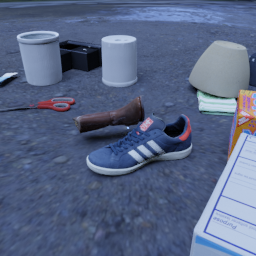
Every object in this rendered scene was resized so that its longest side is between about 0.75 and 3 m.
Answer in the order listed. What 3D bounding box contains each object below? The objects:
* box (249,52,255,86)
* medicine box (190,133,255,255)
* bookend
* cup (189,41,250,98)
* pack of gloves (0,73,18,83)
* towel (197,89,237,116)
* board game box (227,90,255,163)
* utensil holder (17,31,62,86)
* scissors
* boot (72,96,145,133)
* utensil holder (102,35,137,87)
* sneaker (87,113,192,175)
[{"bbox_3d":[6.438,-2.507,11.800,2.126,1.318,2.090,24,38,35],"label":"box"},{"bbox_3d":[2.702,1.664,4.361,2.709,1.531,2.974,17,35,27],"label":"medicine box"},{"bbox_3d":[-2.748,-3.389,13.593,2.310,1.071,2.325,17,34,27],"label":"bookend"},{"bbox_3d":[3.754,-2.437,11.004,2.351,1.682,2.351,7,29,-4],"label":"cup"},{"bbox_3d":[-5.778,-2.056,12.199,1.349,0.317,1.606,-2,23,9],"label":"pack of gloves"},{"bbox_3d":[3.271,-0.976,10.271,1.417,0.217,1.857,4,30,6],"label":"towel"},{"bbox_3d":[3.438,0.137,6.984,1.562,1.562,1.561,10,33,17],"label":"board game box"},{"bbox_3d":[-3.698,-2.981,12.002,1.662,1.956,1.662,0,29,0],"label":"utensil holder"},{"bbox_3d":[-3.275,-0.824,10.103,2.656,0.185,0.971,-2,32,-1],"label":"scissors"},{"bbox_3d":[-0.555,-0.312,7.494,1.847,1.721,0.593,-5,71,-10],"label":"boot"},{"bbox_3d":[-0.378,-2.876,11.950,1.556,1.831,1.556,-1,30,1],"label":"utensil holder"},{"bbox_3d":[0.325,0.282,7.096,2.868,1.212,1.075,-13,33,-20],"label":"sneaker"}]
